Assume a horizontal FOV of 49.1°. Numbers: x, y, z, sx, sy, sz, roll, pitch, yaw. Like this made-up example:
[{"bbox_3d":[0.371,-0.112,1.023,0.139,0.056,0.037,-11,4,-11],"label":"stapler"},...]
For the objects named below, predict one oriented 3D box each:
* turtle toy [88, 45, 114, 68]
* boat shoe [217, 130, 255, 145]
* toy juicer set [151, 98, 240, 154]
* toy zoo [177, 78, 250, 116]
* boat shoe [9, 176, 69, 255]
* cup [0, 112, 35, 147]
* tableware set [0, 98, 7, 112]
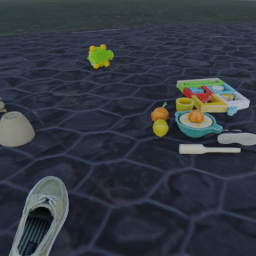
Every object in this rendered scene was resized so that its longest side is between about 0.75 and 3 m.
[{"bbox_3d":[-1.385,-3.650,14.318,1.521,1.108,0.769,-17,13,-27],"label":"turtle toy"},{"bbox_3d":[3.216,0.253,8.184,1.179,0.436,0.356,-2,34,13],"label":"boat shoe"},{"bbox_3d":[1.745,-0.119,8.425,1.854,0.793,2.915,-10,33,-17],"label":"toy juicer set"},{"bbox_3d":[3.279,-1.256,10.830,1.899,0.296,2.894,-6,31,-9],"label":"toy zoo"},{"bbox_3d":[-1.545,1.647,5.192,0.856,0.738,2.379,18,28,-12],"label":"boat shoe"},{"bbox_3d":[-3.384,-0.042,8.335,1.051,0.752,1.051,-1,30,0],"label":"cup"},{"bbox_3d":[-4.938,-0.590,9.781,1.238,0.248,0.818,-21,48,-21],"label":"tableware set"}]
